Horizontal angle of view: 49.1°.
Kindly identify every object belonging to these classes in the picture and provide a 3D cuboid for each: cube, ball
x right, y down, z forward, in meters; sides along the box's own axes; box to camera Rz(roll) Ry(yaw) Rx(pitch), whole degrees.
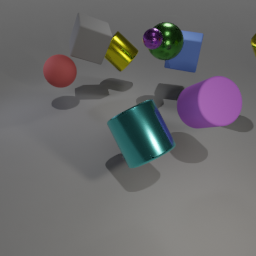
[{"bbox_3d":[2.508,-3.467,12.552,1.400,1.400,1.400,12,34,11],"label":"cube"},{"bbox_3d":[0.854,-3.075,9.661,0.700,0.700,0.700,0,31,0],"label":"ball"},{"bbox_3d":[1.424,-3.301,10.702,1.400,1.400,1.400,0,31,0],"label":"ball"},{"bbox_3d":[-2.905,-2.433,12.004,1.400,1.400,1.400,0,31,0],"label":"ball"},{"bbox_3d":[-1.634,-3.806,11.973,1.400,1.400,1.400,11,38,-24],"label":"cube"}]

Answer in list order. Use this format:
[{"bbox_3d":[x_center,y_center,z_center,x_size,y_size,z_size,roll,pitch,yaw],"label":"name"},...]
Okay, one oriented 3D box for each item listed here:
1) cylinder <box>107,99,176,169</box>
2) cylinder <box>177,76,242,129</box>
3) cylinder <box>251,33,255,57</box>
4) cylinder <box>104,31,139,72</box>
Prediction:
[{"bbox_3d":[0.353,0.158,7.477,1.400,1.400,1.400,-27,-2,-1],"label":"cylinder"},{"bbox_3d":[2.380,-0.713,8.359,1.400,1.400,1.400,-10,0,-16],"label":"cylinder"},{"bbox_3d":[4.831,-2.434,8.921,1.400,1.400,1.400,-26,32,18],"label":"cylinder"},{"bbox_3d":[-0.440,-3.745,13.766,1.400,1.400,1.400,40,29,-15],"label":"cylinder"}]
